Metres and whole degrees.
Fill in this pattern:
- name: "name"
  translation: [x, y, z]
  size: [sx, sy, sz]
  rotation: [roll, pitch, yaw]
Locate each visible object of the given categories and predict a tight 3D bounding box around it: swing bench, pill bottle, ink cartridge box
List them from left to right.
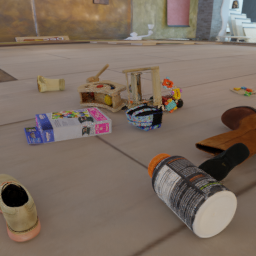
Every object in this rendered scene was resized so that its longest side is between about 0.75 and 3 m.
- name: "ink cartridge box"
  translation: [-2.236, -0.136, 10.210]
  size: [2.914, 0.611, 1.739]
  rotation: [-11, 24, -21]
- name: "swing bench"
  translation: [0.663, -1.746, 11.922]
  size: [1.623, 1.615, 1.053]
  rotation: [-8, 12, -4]
- name: "pill bottle"
  translation: [1.212, 1.271, 6.005]
  size: [1.067, 1.067, 2.009]
  rotation: [-10, 26, -24]

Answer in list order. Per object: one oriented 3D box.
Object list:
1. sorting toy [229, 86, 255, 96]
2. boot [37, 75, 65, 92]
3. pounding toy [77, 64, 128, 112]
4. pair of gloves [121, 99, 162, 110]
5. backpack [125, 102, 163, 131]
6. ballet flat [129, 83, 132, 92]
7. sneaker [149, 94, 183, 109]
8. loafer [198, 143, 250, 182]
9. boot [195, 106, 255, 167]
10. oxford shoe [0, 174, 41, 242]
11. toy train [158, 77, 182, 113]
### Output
- name: "sorting toy"
  translation: [6.397, -2.001, 15.191]
  size: [1.177, 0.234, 1.593]
  rotation: [-3, 22, -9]
- name: "boot"
  translation: [-4.376, -2.565, 15.947]
  size: [1.511, 0.707, 1.944]
  rotation: [-7, 24, -17]
- name: "pounding toy"
  translation: [-1.382, -1.898, 12.834]
  size: [1.712, 1.718, 2.994]
  rotation: [-23, 30, -31]
- name: "pair of gloves"
  translation: [0.523, -0.950, 12.626]
  size: [1.708, 0.237, 1.917]
  rotation: [-12, 26, -27]
- name: "backpack"
  translation: [0.537, -0.380, 10.416]
  size: [1.233, 0.830, 1.126]
  rotation: [-15, 27, -35]
- name: "ballet flat"
  translation: [0.272, -2.389, 15.874]
  size: [0.473, 0.473, 1.314]
  rotation: [0, 22, 1]
- name: "sneaker"
  translation: [1.762, -1.251, 12.936]
  size: [1.564, 0.553, 0.764]
  rotation: [5, 23, 7]
- name: "loafer"
  translation: [2.289, 0.991, 7.089]
  size: [1.643, 0.598, 0.594]
  rotation: [-29, -14, -3]
- name: "boot"
  translation: [3.322, 0.258, 9.067]
  size: [2.823, 0.967, 2.657]
  rotation: [-20, 31, -25]
- name: "oxford shoe"
  translation: [-2.455, 1.412, 6.019]
  size: [0.795, 0.829, 2.246]
  rotation: [-17, 27, -35]
- name: "toy train"
  translation: [1.743, -1.417, 12.207]
  size: [1.109, 1.476, 0.410]
  rotation: [14, 0, -20]
